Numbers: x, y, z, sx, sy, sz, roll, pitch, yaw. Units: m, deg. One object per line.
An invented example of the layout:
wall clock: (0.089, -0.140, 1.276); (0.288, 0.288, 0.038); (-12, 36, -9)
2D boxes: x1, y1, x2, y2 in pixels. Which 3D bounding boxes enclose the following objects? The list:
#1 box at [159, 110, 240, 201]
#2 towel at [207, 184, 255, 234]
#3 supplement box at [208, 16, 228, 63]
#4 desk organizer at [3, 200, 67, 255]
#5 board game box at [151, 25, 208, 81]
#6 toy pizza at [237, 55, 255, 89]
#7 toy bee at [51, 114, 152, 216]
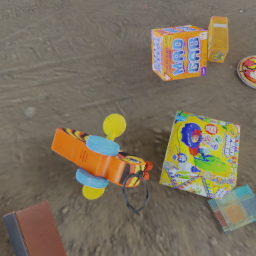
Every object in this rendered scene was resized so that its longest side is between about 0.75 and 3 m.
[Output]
box: (1.684, 0.626, 6.601); (1.526, 0.966, 1.584); (14, 56, 7)
towel: (2.492, 1.825, 6.421); (1.116, 0.121, 0.818); (-19, 60, -10)
supplement box: (2.875, -2.858, 8.972); (0.546, 0.528, 1.588); (6, 59, 4)
desk organizer: (-1.704, 2.424, 5.455); (0.714, 0.665, 1.855); (-14, 79, -45)
board game box: (1.405, -2.140, 7.868); (1.207, 1.207, 1.208); (-8, 27, -7)
toy pizza: (4.031, -1.732, 8.477); (1.383, 0.219, 1.383); (0, 59, 0)
toy bee: (-0.340, 0.891, 6.195); (1.949, 1.618, 2.977); (-54, 53, 21)
